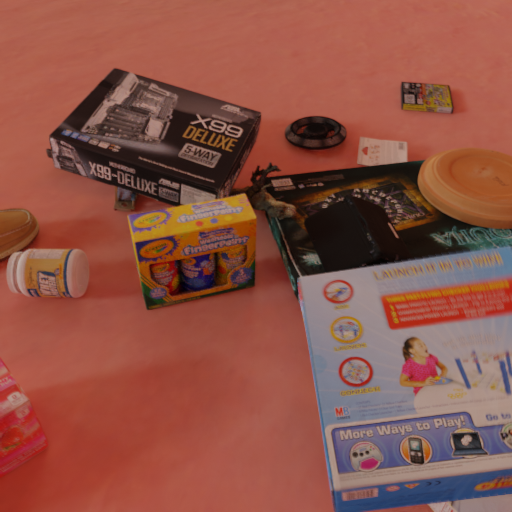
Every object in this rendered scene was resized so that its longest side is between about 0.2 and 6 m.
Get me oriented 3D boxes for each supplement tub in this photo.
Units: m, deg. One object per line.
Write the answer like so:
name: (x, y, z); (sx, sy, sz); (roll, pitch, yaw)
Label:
supplement tub: (-3.686, 0.307, 9.981); (1.205, 0.872, 0.872); (0, 42, 1)

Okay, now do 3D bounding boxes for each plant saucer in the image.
plant saucer: (4.636, -1.496, 11.361); (2.593, 0.419, 2.593); (1, 42, -1)

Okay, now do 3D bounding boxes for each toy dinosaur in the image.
toy dinosaur: (0.015, -1.358, 11.356); (2.296, 0.545, 1.012); (19, 80, 50)

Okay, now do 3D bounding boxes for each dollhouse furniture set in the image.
dollhouse furniture set: (-2.399, -1.521, 12.059); (1.247, 0.879, 0.874); (4, 44, -7)

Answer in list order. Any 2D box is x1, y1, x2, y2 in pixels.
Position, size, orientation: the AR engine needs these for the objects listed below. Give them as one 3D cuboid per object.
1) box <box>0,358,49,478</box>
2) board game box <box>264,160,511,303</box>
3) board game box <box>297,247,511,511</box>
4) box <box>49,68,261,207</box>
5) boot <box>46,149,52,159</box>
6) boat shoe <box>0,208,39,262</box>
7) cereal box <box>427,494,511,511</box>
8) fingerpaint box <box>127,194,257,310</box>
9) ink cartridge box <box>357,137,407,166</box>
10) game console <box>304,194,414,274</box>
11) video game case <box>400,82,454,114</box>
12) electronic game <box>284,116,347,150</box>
box: (-4.200, 2.498, 7.293); (2.430, 1.151, 1.247); (-31, 50, -30)
board game box: (2.773, -0.709, 11.271); (4.860, 0.684, 3.287); (-7, 42, -9)
board game box: (2.338, 1.514, 7.489); (3.210, 0.897, 3.143); (-8, 47, 3)
box: (-1.964, -2.442, 11.727); (3.549, 0.883, 2.799); (19, 49, 5)
boot: (-3.119, -3.129, 13.665); (2.852, 1.134, 3.276); (19, 47, 20)
boat shoe: (-5.723, -0.348, 10.467); (3.150, 1.199, 1.129); (-25, 47, -25)
cereal box: (2.710, 2.217, 8.010); (2.206, 0.606, 3.066); (-25, 47, -24)
fingerpaint box: (-1.056, -0.044, 9.733); (2.043, 1.704, 0.749); (-11, 46, -14)
ink cartridge box: (3.014, -2.351, 13.407); (1.168, 0.296, 1.325); (8, 42, 8)
game console: (1.821, -0.269, 10.042); (1.376, 0.911, 1.565); (15, 39, -32)
video game case: (4.830, -4.515, 15.932); (1.389, 0.196, 1.537); (7, 41, 8)
electronic game: (1.511, -3.132, 14.259); (1.577, 0.328, 1.577); (-2, 40, 2)
